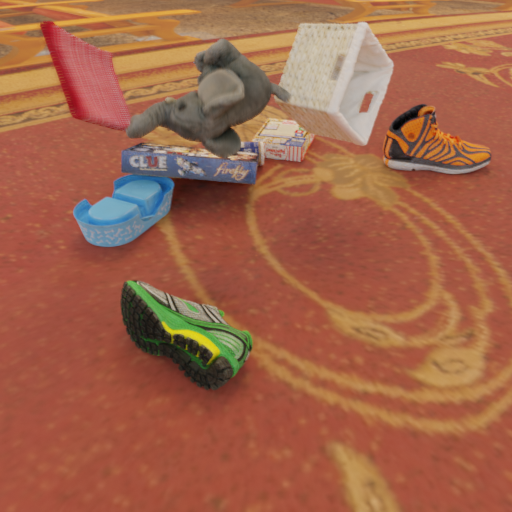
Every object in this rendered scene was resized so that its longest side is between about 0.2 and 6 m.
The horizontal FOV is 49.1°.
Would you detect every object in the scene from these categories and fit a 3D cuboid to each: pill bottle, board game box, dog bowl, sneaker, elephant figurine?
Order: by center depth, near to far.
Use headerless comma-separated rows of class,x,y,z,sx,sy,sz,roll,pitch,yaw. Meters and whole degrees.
sneaker,-1.225,1.169,9.216,2.624,1.024,1.118,31,36,25
elephant figurine,-0.853,-2.689,10.480,1.904,1.737,2.455,-12,41,39
dog bowl,-2.919,-1.059,12.680,1.470,0.654,2.638,16,36,22
board game box,-1.535,-2.328,13.921,3.148,0.545,2.133,5,16,-1
sneaker,4.908,-3.130,14.901,2.907,1.629,1.128,0,34,-1
pill bottle,-0.380,-2.776,15.268,1.159,0.643,0.643,-2,34,-4
board game box,0.817,-3.436,16.408,1.534,0.469,2.025,9,35,14

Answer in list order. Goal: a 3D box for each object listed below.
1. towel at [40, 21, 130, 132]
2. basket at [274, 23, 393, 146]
towel,-2.944,-3.147,10.129,0.261,1.679,2.322,-17,3,12
basket,1.737,-3.745,12.266,1.625,2.003,2.021,19,0,32
